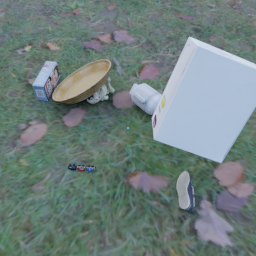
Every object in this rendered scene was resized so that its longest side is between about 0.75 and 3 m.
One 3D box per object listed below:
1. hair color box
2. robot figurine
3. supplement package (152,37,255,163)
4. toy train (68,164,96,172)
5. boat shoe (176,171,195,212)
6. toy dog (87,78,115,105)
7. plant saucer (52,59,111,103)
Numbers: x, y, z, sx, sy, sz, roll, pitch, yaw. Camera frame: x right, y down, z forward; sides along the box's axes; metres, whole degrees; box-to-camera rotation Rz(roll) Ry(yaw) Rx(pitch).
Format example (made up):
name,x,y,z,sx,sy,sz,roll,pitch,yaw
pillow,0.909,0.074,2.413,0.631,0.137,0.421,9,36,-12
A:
name,x,y,z,sx,sy,sz,roll,pitch,yaw
hair color box,-3.554,-2.081,12.306,0.516,0.843,1.703,6,50,5
robot figurine,0.809,-1.177,11.454,1.672,0.944,1.418,41,27,29
supplement package,2.102,-0.752,7.662,2.071,2.659,1.474,19,24,-7
toy train,-1.604,1.396,9.761,0.985,0.168,0.226,3,53,3
boat shoe,1.915,2.066,9.122,0.439,0.508,1.399,37,38,-25
toy dog,-1.310,-1.542,11.890,1.145,0.824,1.181,16,52,23
plant saucer,-1.843,-1.858,11.737,2.819,0.499,2.819,-22,33,15
